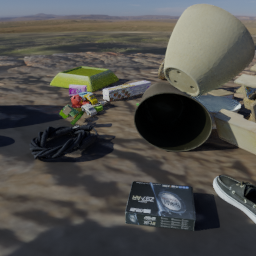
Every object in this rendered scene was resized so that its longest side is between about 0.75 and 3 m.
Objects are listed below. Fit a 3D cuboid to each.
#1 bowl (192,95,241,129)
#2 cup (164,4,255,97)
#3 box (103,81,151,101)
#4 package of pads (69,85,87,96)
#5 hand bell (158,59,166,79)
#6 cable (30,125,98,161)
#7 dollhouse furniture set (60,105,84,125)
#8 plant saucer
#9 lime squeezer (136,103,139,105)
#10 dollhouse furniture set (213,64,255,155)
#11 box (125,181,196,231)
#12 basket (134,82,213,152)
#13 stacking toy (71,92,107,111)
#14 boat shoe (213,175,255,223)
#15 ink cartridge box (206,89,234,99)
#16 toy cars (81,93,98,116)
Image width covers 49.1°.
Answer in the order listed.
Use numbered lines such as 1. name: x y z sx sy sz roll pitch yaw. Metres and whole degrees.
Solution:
1. bowl: 2.922 -0.508 9.755 1.843 0.828 1.843 0 23 0
2. cup: 2.464 -2.346 9.722 2.948 2.948 2.109 27 75 46
3. box: -0.008 -1.748 13.008 2.513 0.486 0.521 -17 29 -34
4. package of pads: -2.289 -1.724 12.931 0.850 0.512 0.322 4 24 9
5. hand bell: 3.024 -2.829 15.187 2.474 1.288 1.288 27 33 22
6. cable: -2.022 0.324 8.247 1.706 0.531 2.091 13 27 27
7. dollhouse furniture set: -1.894 -0.624 9.848 0.662 0.507 1.010 40 18 -10
8. plant saucer: -2.303 -2.767 15.115 2.774 0.665 2.778 12 26 25
9. lime squeezer: 0.652 -0.800 11.138 0.526 0.281 1.489 -1 24 -3
10. dollhouse furniture set: 3.991 -0.439 8.284 2.318 2.032 1.540 -37 35 -14
11. box: 0.668 1.554 5.733 1.327 0.289 1.063 4 24 9
12. basket: 1.240 -0.541 8.905 2.243 1.692 2.488 15 18 -6
13. stacking toy: -1.608 -1.172 11.559 1.295 0.604 1.430 4 24 10
14. boat shoe: 2.495 1.405 5.784 0.626 0.517 1.825 -10 26 -22
15. ink cartridge box: 4.064 -1.412 12.408 0.953 0.358 0.785 -12 28 -26
16. toy cars: -1.510 -1.005 11.087 0.623 0.308 1.390 3 41 -5
